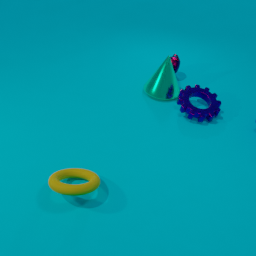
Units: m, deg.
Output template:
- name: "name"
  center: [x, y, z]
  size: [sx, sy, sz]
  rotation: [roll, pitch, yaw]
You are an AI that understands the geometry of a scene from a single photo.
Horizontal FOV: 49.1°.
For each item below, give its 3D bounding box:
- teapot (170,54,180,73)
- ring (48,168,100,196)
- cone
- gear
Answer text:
- name: "teapot"
  center: [1.571, -2.290, 10.234]
  size: [0.523, 1.068, 0.664]
  rotation: [15, 56, -8]
- name: "ring"
  center: [-1.237, 1.231, 6.504]
  size: [1.183, 0.237, 1.183]
  rotation: [4, 13, -1]
- name: "cone"
  center: [1.242, -1.830, 9.341]
  size: [1.282, 1.286, 1.282]
  rotation: [5, 38, -4]
- name: "gear"
  center: [2.206, -0.788, 8.711]
  size: [1.332, 0.246, 1.332]
  rotation: [4, 53, -6]
